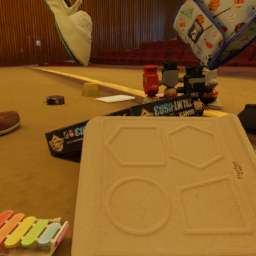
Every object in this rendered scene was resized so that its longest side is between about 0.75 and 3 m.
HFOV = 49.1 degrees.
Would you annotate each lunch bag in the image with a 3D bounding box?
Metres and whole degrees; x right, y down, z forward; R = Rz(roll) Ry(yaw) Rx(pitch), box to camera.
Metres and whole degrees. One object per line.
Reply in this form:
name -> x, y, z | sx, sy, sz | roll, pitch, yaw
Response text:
lunch bag -> 2.279, -2.726, 6.822 | 1.326, 2.141, 1.820 | 2, 51, -53

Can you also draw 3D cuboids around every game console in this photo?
game console -> 4.481, -0.139, 8.776 | 1.674, 1.108, 1.904 | 26, -7, -30

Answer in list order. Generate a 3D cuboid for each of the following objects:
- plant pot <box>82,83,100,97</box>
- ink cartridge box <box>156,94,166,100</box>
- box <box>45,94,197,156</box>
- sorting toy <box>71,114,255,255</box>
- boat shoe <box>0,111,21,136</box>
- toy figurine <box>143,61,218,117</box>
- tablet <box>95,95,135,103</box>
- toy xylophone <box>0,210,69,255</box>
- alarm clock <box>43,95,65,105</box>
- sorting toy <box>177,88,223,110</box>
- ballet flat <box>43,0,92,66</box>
plant pot -> -2.051, -2.131, 15.461 | 0.778, 0.686, 0.778 | -10, 19, -36
ink cartridge box -> 1.977, -1.391, 13.415 | 2.150, 0.399, 1.018 | -8, 18, -34
box -> -0.120, -0.113, 6.736 | 2.657, 0.665, 2.677 | -15, 2, 38
sorting toy -> 0.584, 0.720, 4.081 | 2.599, 0.474, 2.406 | -3, 44, 0
boat shoe -> -4.087, -0.201, 8.028 | 0.945, 0.886, 2.624 | 5, 16, 19
toy figurine -> 2.076, -1.587, 11.068 | 2.746, 1.910, 2.703 | 7, 20, 31
tablet -> -0.646, -1.486, 14.189 | 1.787, 0.122, 1.163 | -13, 20, -40
toy xylophone -> -1.338, 1.321, 3.600 | 1.197, 0.301, 0.876 | 1, 15, 1
alarm clock -> -3.353, -1.341, 13.193 | 0.831, 0.410, 1.231 | 4, 13, 16
sorting toy -> 3.177, -1.486, 12.481 | 1.796, 0.625, 1.785 | 7, 23, 3
ballet flat -> -1.221, -2.383, 5.970 | 0.804, 2.315, 0.804 | -26, -18, -9
